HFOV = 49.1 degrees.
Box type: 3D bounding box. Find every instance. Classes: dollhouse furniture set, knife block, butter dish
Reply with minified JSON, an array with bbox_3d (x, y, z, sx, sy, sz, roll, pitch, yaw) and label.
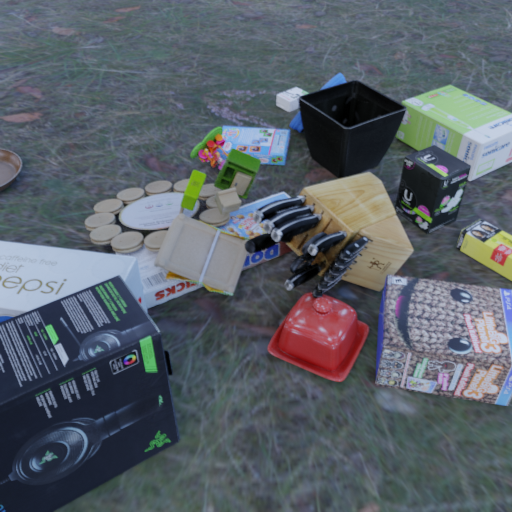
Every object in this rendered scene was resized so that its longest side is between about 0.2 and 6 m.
[{"bbox_3d":[-0.805,-0.546,10.420,1.457,1.125,2.914,21,64,-6],"label":"dollhouse furniture set"},{"bbox_3d":[1.090,-0.638,9.742,2.925,1.066,3.332,20,35,-19],"label":"knife block"},{"bbox_3d":[1.014,1.068,8.820,1.350,1.001,1.354,19,45,22],"label":"butter dish"}]

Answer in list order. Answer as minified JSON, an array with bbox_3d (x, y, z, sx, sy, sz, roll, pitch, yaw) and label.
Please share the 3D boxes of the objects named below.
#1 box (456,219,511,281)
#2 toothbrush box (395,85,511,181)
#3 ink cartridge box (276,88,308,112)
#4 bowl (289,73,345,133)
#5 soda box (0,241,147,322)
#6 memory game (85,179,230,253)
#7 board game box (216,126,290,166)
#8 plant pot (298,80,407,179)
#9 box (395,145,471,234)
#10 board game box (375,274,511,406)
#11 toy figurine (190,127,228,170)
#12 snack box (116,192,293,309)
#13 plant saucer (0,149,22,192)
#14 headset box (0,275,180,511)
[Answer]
[{"bbox_3d":[4.714,0.023,10.403,0.693,0.461,1.841,-25,47,-30],"label":"box"},{"bbox_3d":[4.868,-3.012,13.415,1.763,1.042,2.422,-24,46,-26],"label":"toothbrush box"},{"bbox_3d":[1.013,-4.312,15.444,0.765,0.321,0.557,-29,49,-29],"label":"ink cartridge box"},{"bbox_3d":[1.569,-3.750,13.902,0.346,1.763,1.763,46,51,-2],"label":"bowl"},{"bbox_3d":[-4.039,0.708,8.962,4.260,1.356,1.451,7,42,8],"label":"soda box"},{"bbox_3d":[-1.892,-0.851,11.157,3.018,0.192,3.018,-4,31,3],"label":"memory game"},{"bbox_3d":[-0.084,-2.696,13.615,1.695,0.310,1.282,6,42,6],"label":"board game box"},{"bbox_3d":[2.096,-2.802,12.807,1.750,1.552,1.745,-22,46,-25],"label":"plant pot"},{"bbox_3d":[3.518,-1.341,11.277,0.848,1.364,1.013,-23,46,-24],"label":"box"},{"bbox_3d":[2.904,1.250,8.644,1.956,0.947,1.560,7,42,9],"label":"board game box"},{"bbox_3d":[-0.794,-2.263,12.796,0.981,0.800,1.066,42,57,8],"label":"toy figurine"},{"bbox_3d":[-0.664,-0.209,10.680,3.722,0.452,1.338,-21,45,-22],"label":"snack box"},{"bbox_3d":[-6.273,-1.811,12.618,1.965,0.315,1.965,0,42,0],"label":"plant saucer"},{"bbox_3d":[-2.335,1.818,6.961,2.687,2.339,1.246,-23,45,-25],"label":"headset box"}]
